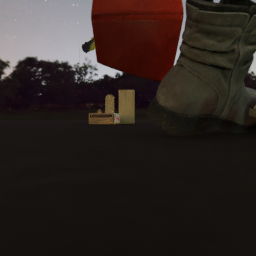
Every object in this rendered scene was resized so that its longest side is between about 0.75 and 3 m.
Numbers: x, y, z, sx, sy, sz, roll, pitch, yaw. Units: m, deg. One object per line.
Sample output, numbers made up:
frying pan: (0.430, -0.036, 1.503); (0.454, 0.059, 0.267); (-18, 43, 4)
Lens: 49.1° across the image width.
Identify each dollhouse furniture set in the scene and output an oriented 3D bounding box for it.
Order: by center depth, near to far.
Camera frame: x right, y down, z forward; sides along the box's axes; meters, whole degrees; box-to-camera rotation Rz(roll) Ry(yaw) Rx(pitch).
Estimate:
dollhouse furniture set: (-0.605, -1.043, 14.432); (1.911, 1.638, 2.010); (0, 2, 2)

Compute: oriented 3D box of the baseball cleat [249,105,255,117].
baseball cleat: (2.932, -0.333, 4.384); (2.168, 0.756, 1.154); (0, 17, -20)

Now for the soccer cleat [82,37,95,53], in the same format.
soccer cleat: (-1.261, -3.176, 10.519); (1.032, 0.334, 0.432); (-31, -29, 1)

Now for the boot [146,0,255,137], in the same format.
boot: (1.665, -0.889, 4.201); (2.844, 1.872, 0.992); (-10, 40, -43)

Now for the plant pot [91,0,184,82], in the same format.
plant pot: (0.124, -2.169, 5.767); (1.607, 1.824, 1.822); (0, -30, 0)

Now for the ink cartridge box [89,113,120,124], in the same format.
ink cartridge box: (-1.013, -0.403, 12.355); (1.107, 0.505, 1.344); (-1, 1, 9)

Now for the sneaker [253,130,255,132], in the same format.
sneaker: (2.494, -0.110, 5.847); (1.216, 0.460, 0.703); (9, -7, -16)
